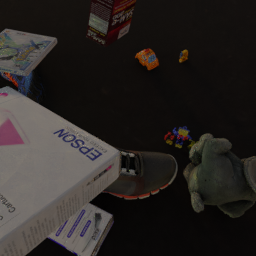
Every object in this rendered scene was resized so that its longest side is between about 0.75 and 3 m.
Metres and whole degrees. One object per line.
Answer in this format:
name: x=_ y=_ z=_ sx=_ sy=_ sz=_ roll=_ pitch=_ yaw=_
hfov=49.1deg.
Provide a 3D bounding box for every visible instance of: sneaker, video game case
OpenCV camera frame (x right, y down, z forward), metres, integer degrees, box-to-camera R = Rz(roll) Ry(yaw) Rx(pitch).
sneaker: x=-3.169 y=-1.580 z=8.255 sx=1.080 sy=1.037 sz=2.753 roll=-22 pitch=52 yaw=-5
sneaker: x=-0.258 y=0.962 z=6.440 sx=2.935 sy=1.202 sz=1.131 roll=-6 pitch=58 yaw=-4
video game case: x=-2.292 y=-1.581 z=5.706 sx=1.229 sy=0.148 sz=1.348 roll=13 pitch=46 yaw=8

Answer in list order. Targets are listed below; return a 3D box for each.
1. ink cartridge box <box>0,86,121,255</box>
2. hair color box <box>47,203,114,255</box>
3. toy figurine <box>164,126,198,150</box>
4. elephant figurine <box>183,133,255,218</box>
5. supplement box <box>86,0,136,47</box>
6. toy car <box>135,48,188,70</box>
ink cartridge box: x=-2.087 y=0.562 z=3.775 sx=2.855 sy=0.630 sz=2.908 roll=27 pitch=41 yaw=29
hair color box: x=-1.355 y=2.011 z=6.162 sx=1.847 sy=0.599 sz=1.009 roll=23 pitch=60 yaw=16
toy figurine: x=1.518 y=0.177 z=7.363 sx=0.990 sy=0.522 sz=0.593 roll=20 pitch=55 yaw=11
elephant figurine: x=2.570 y=1.159 z=6.252 sx=2.353 sy=1.665 sz=1.825 roll=22 pitch=89 yaw=-4
supplement box: x=-0.274 y=-3.067 z=6.415 sx=0.640 sy=2.101 sz=1.144 roll=32 pitch=48 yaw=11
toy car: x=1.079 y=-2.400 z=8.919 sx=1.613 sy=0.537 sz=0.791 roll=-18 pitch=60 yaw=-10
